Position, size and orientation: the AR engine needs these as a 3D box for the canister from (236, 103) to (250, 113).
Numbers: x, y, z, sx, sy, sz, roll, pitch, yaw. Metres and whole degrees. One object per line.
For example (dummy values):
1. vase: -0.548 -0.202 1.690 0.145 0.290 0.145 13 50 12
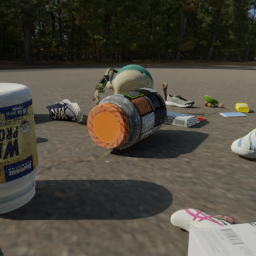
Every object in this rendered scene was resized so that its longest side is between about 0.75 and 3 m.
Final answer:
1. canister: 5.995 -1.048 14.644 0.612 0.357 0.824 4 17 13

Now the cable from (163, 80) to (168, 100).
1. cable: 1.880 -1.778 13.714 0.273 1.084 0.526 -10 35 10

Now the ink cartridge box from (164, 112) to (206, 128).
1. ink cartridge box: 2.429 -0.527 12.577 1.525 0.450 1.905 12 21 37

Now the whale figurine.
1. whale figurine: 0.050 -1.703 12.475 2.094 2.633 1.366 21 51 -14

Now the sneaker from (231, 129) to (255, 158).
1. sneaker: 4.345 0.006 8.722 2.833 1.488 1.073 -9 18 -31

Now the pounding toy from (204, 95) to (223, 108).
1. pounding toy: 4.698 -1.365 15.752 1.147 0.532 0.885 31 8 4

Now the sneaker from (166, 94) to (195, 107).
1. sneaker: 2.921 -1.539 15.815 1.694 0.672 0.626 11 17 31

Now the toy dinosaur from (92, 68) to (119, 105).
1. toy dinosaur: -0.962 -2.162 12.492 1.074 0.578 2.438 -32 28 51

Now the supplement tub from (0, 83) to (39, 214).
1. supplement tub: -2.773 0.362 5.757 1.723 2.387 1.723 -1 17 0

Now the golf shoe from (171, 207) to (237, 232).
1. golf shoe: 1.273 1.671 4.766 1.134 0.412 0.522 5 16 18

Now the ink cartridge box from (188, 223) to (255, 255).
1. ink cartridge box: 1.756 1.845 3.605 1.639 0.690 1.185 -2 16 -9

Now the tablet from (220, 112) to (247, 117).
1. tablet: 5.153 -0.652 13.729 1.069 0.073 0.696 -3 16 -7

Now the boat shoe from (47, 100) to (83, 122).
1. boat shoe: -2.897 -0.657 12.623 1.123 0.905 2.423 -21 20 -22

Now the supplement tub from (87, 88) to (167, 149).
1. supplement tub: 0.031 -0.355 9.513 1.758 1.758 2.868 9 17 29
